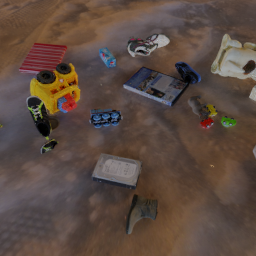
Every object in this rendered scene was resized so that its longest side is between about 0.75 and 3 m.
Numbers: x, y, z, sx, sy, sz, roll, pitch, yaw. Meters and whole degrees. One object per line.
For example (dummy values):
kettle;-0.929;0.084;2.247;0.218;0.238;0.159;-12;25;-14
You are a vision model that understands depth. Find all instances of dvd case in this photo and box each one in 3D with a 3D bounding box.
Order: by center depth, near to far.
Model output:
dvd case;1.393;-2.089;13.655;2.691;0.236;1.919;24;49;22

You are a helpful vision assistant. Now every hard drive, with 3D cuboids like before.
hard drive;-0.371;1.530;10.052;1.599;0.302;1.117;10;46;11

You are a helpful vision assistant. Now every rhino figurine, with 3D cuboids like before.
rhino figurine;3.129;-0.902;12.332;0.652;0.446;1.491;-19;49;-1

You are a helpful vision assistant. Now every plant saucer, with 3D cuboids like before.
plant saucer;-3.342;-0.161;11.822;0.962;0.142;0.962;0;46;0

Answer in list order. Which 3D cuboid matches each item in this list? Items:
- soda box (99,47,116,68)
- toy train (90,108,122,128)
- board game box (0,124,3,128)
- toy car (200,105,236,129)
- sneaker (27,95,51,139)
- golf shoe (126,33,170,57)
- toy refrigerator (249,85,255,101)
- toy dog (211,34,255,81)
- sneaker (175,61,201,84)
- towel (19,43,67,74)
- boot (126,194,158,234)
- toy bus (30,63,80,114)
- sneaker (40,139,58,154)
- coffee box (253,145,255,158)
soda box;-1.118;-3.838;15.228;0.465;0.440;1.372;-17;47;-17
toy train;-0.950;-0.475;11.837;1.382;0.599;0.789;-8;40;-8
board game box;-5.625;0.062;11.645;0.396;0.089;0.756;21;49;23
toy car;3.837;-0.318;11.850;1.383;0.328;1.470;17;49;16
sneaker;-3.321;-0.408;10.696;0.630;1.758;0.728;-23;20;-10
golf shoe;1.205;-4.587;15.802;2.534;0.978;1.116;-11;66;-6
toy refrigerator;6.645;-1.319;12.555;0.776;0.715;2.045;-33;54;-28
toy dog;5.815;-3.156;13.373;2.793;1.949;2.708;13;20;-3
sneaker;2.866;-2.788;14.086;0.659;0.594;1.693;-22;50;-30
towel;-4.559;-3.803;15.300;1.952;0.303;2.699;5;47;2
boot;0.466;2.735;8.783;0.897;0.465;1.373;14;48;6
toy bus;-2.867;-1.608;12.466;2.100;1.485;2.188;42;55;18
sneaker;-3.041;0.720;10.848;0.337;0.292;0.814;25;50;22
coffee box;5.322;1.319;9.385;1.066;1.530;2.675;0;46;-1
